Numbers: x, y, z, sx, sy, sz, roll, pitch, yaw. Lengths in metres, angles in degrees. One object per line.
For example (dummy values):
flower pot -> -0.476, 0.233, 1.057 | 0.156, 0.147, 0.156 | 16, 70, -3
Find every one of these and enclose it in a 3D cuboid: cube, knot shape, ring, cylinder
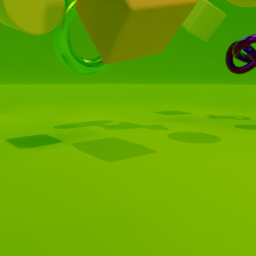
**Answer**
cube -> 2.343, -3.649, 9.174 | 1.001, 1.001, 1.001 | 12, 37, -37
knot shape -> 3.778, -2.281, 8.662 | 1.643, 0.759, 1.537 | 29, -16, 28
ring -> -0.905, -2.297, 6.861 | 2.043, 2.043, 0.409 | -8, 26, -40
cube -> 0.055, -1.748, 3.972 | 1.105, 1.105, 1.105 | -20, -15, -29
cylinder -> -1.655, -2.049, 4.464 | 0.961, 0.961, 0.961 | -8, 28, -39

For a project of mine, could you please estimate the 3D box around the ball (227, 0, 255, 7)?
ball -> 2.011, -2.587, 4.492 | 1.191, 1.191, 1.191 | 0, 10, 0
